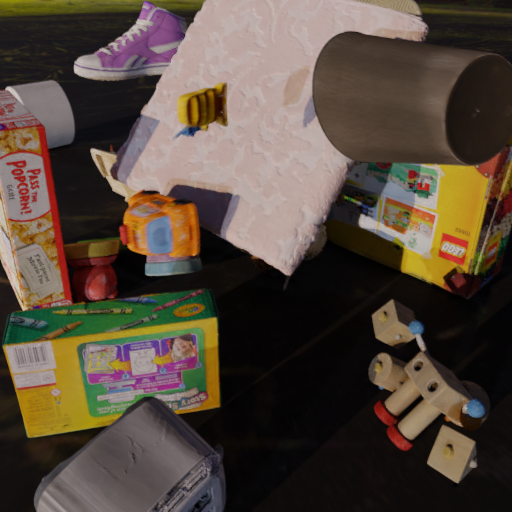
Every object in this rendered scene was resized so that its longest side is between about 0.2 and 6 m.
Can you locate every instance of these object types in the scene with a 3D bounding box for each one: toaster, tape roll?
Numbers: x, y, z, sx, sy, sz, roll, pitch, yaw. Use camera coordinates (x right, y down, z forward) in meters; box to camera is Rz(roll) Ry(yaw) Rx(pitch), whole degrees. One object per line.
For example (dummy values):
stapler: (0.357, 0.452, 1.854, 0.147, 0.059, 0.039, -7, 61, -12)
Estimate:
toaster: (-1.171, 2.363, 5.394, 1.231, 1.083, 1.907, 24, 42, 32)
tape roll: (-5.980, -3.832, 15.435, 1.235, 1.799, 1.799, -24, 37, -35)

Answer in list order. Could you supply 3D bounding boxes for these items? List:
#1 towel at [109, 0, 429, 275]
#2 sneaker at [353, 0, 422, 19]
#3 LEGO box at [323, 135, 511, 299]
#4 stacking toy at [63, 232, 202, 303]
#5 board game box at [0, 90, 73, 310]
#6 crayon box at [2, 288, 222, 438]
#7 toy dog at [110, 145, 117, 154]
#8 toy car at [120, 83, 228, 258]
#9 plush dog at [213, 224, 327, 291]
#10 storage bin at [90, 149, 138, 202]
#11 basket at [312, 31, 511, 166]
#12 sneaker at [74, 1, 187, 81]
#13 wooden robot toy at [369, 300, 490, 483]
towel: (0.005, -2.147, 8.358, 3.733, 3.908, 0.630, 27, -4, 30)
sneaker: (1.894, -4.813, 12.307, 3.306, 1.239, 1.397, -11, 11, 10)
LEGO box: (2.705, -1.182, 10.037, 3.459, 2.576, 1.335, 26, 38, 37)
stacking toy: (-2.152, 0.146, 9.921, 2.308, 0.975, 2.089, -6, 4, -17)
board game box: (-3.722, -0.769, 8.789, 0.720, 3.111, 2.357, -15, 34, -28)
crayon box: (-1.661, 1.302, 6.884, 2.416, 1.435, 0.704, -6, 31, -12)
toy dog: (-3.581, -2.446, 14.254, 0.766, 0.560, 1.162, -23, 37, -35)
toy car: (-1.221, -1.014, 6.907, 1.275, 2.600, 0.865, 36, 41, 28)
plush dog: (-0.196, -0.809, 9.547, 2.308, 2.688, 2.156, 23, 53, 25)
storage bin: (-1.287, -2.571, 12.313, 3.319, 1.567, 3.343, 19, 58, 28)
basket: (1.755, -1.692, 6.246, 1.311, 1.738, 1.928, -44, 32, -10)
sneaker: (-2.473, -4.280, 11.098, 2.446, 1.395, 0.887, -20, 37, -31)
wooden robot toy: (2.245, 1.760, 6.920, 1.211, 1.175, 2.668, 28, 20, -24)
